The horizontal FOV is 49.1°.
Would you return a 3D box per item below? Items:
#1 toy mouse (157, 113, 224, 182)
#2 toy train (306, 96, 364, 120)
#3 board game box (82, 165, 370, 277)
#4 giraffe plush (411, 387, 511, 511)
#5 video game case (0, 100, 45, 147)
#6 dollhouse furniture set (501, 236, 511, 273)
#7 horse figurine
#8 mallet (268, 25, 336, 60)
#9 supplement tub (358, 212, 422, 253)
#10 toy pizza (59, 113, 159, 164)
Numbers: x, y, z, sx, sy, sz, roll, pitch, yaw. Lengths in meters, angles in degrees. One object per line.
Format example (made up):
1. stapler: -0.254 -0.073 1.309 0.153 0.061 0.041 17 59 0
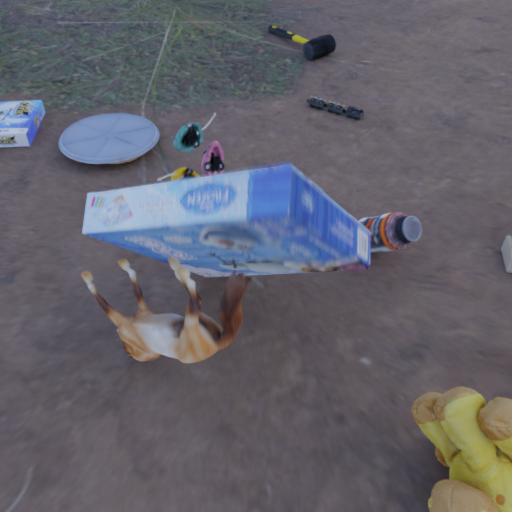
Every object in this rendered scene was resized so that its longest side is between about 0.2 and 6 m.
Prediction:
1. toy mouse: -1.149 -1.999 10.919 0.371 1.915 1.702 10 84 37
2. toy train: 2.002 -3.773 14.194 1.544 0.263 0.354 22 43 22
3. board game box: -0.256 -0.305 7.840 2.961 2.975 0.645 -3 76 28
4. giraffe plush: 2.470 2.670 6.287 1.948 1.681 1.579 45 62 -4
5. video game case: -6.047 -3.178 13.430 1.540 0.386 1.699 -2 42 -4
6. dollhouse furniture set: 5.183 -0.073 9.373 1.609 1.134 1.127 8 42 7
7. horse figurine: -1.149 0.820 7.308 2.572 1.704 0.642 -4 29 30
8. mallet: 1.163 -6.692 17.366 0.939 0.587 2.852 -33 46 -26
9. supplement tub: 2.254 -0.404 9.687 0.659 0.659 1.232 -30 10 -29
10. toy pizza: -3.343 -2.625 12.833 2.246 0.356 2.246 0 40 0
